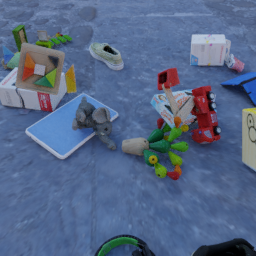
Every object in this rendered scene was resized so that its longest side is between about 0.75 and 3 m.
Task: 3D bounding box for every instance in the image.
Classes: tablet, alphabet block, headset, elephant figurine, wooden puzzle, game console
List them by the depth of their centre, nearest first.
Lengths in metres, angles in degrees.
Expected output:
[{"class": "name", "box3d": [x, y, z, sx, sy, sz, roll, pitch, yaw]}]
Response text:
[{"class": "headset", "box3d": [0.126, 2.760, 5.373, 1.216, 0.925, 1.970, -33, 40, -31]}, {"class": "wooden puzzle", "box3d": [-2.008, -1.356, 6.478, 1.684, 1.136, 0.197, 3, 5, -17]}, {"class": "alphabet block", "box3d": [4.021, 0.308, 7.282, 1.557, 1.585, 1.548, -6, 14, -5]}, {"class": "elephant figurine", "box3d": [-0.911, -0.160, 8.656, 1.473, 1.143, 1.042, 17, 16, -5]}, {"class": "tablet", "box3d": [-1.771, -0.169, 9.214, 1.735, 0.182, 2.666, 31, 49, 22]}, {"class": "game console", "box3d": [4.876, -1.558, 10.925, 1.822, 1.078, 1.555, -22, 77, -23]}]

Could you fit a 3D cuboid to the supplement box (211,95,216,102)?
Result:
[{"class": "supplement box", "box3d": [2.729, -1.075, 10.283, 0.883, 0.269, 0.480, 14, 44, 15]}]

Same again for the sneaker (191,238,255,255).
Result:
[{"class": "sneaker", "box3d": [2.372, 2.729, 5.174, 2.793, 1.222, 1.030, 5, 41, 5]}]

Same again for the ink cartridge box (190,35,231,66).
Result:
[{"class": "ink cartridge box", "box3d": [3.605, -3.440, 12.344, 1.617, 1.039, 1.012, 3, 40, 10]}]

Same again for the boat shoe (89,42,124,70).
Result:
[{"class": "boat shoe", "box3d": [-0.961, -3.431, 12.631, 0.872, 0.752, 2.424, -26, 47, -27]}]

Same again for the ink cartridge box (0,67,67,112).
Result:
[{"class": "ink cartridge box", "box3d": [-3.472, -1.442, 10.272, 2.010, 0.841, 1.450, 7, 41, 8]}]

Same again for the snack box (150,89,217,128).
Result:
[{"class": "snack box", "box3d": [1.842, -0.680, 9.167, 2.053, 0.381, 1.193, -14, 55, -38]}]

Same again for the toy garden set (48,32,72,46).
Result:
[{"class": "toy garden set", "box3d": [-3.648, -4.457, 14.189, 1.281, 0.256, 1.068, -28, 50, -31]}]

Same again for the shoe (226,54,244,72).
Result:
[{"class": "shoe", "box3d": [4.662, -2.804, 12.195, 0.586, 0.460, 1.288, 27, 32, -2]}]

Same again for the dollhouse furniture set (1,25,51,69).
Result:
[{"class": "dollhouse furniture set", "box3d": [-4.564, -3.594, 12.518, 1.495, 1.145, 2.282, 7, 41, 8]}]

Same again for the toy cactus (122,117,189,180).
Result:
[{"class": "toy cactus", "box3d": [0.754, 0.499, 8.016, 1.898, 1.176, 2.300, 0, 48, 15]}]

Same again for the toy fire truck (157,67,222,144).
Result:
[{"class": "toy fire truck", "box3d": [1.823, -0.608, 8.277, 1.642, 2.329, 0.568, -11, 0, -28]}]
